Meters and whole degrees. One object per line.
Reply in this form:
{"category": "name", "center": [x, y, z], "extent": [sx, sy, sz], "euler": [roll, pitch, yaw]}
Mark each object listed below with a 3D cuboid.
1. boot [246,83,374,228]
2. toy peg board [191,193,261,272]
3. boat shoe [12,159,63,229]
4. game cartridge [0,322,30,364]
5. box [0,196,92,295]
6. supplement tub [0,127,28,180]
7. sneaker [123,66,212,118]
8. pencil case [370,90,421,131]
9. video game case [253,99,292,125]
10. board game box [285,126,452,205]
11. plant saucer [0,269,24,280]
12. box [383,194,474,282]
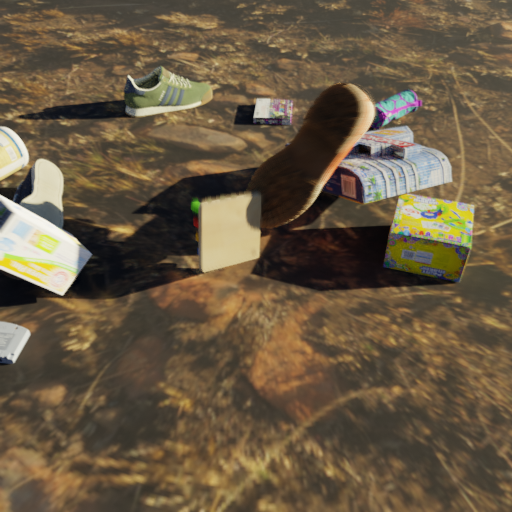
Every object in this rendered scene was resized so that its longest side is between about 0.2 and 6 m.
{"category": "boot", "center": [1.070, -1.786, 10.540], "extent": [1.165, 3.105, 1.665], "euler": [44, 24, 5]}
{"category": "toy peg board", "center": [-0.604, -0.512, 10.255], "extent": [1.264, 1.258, 0.618], "euler": [-14, 28, -33]}
{"category": "boat shoe", "center": [-4.672, -0.912, 11.771], "extent": [0.835, 0.967, 2.662], "euler": [-35, 41, 26]}
{"category": "game cartridge", "center": [-4.421, 1.429, 9.400], "extent": [1.092, 0.221, 0.728], "euler": [6, 46, 6]}
{"category": "box", "center": [-3.909, -0.159, 9.709], "extent": [0.876, 1.729, 0.972], "euler": [34, 88, 38]}
{"category": "supplement tub", "center": [-6.109, -2.202, 12.786], "extent": [1.043, 1.043, 1.441], "euler": [24, 47, 24]}
{"category": "sneaker", "center": [-2.416, -4.643, 15.416], "extent": [2.544, 1.142, 0.853], "euler": [-17, 45, -18]}
{"category": "pencil case", "center": [3.639, -3.913, 14.970], "extent": [1.555, 0.662, 0.719], "euler": [-30, 32, -28]}
{"category": "video game case", "center": [0.468, -3.961, 15.366], "extent": [1.018, 0.201, 1.123], "euler": [3, 42, 3]}
{"category": "board game box", "center": [2.644, -2.112, 12.197], "extent": [2.952, 0.911, 2.954], "euler": [-16, 23, -22]}
{"category": "plant saucer", "center": [-4.427, -0.142, 10.615], "extent": [1.181, 0.203, 1.181], "euler": [1, 81, -8]}
{"category": "box", "center": [3.357, -0.393, 10.890], "extent": [1.458, 0.890, 1.405], "euler": [12, 43, 15]}
